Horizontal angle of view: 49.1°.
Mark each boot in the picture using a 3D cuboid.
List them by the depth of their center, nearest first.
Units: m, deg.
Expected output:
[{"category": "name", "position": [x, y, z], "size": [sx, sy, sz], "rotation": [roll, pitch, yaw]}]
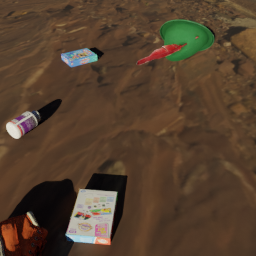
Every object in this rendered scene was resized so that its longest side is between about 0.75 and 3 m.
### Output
[{"category": "boot", "position": [-1.587, 1.959, 4.387], "size": [0.856, 0.599, 1.597], "rotation": [-19, 40, -31]}]

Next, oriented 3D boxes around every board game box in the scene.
[{"category": "board game box", "position": [-0.627, 1.594, 5.139], "size": [0.772, 0.203, 1.008], "rotation": [4, 38, 5]}, {"category": "board game box", "position": [-1.864, -2.710, 10.732], "size": [1.117, 0.251, 0.849], "rotation": [-22, 43, -26]}]

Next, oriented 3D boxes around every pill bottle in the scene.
[{"category": "pill bottle", "position": [-2.645, -0.117, 7.168], "size": [0.460, 0.460, 0.818], "rotation": [21, 42, 25]}]

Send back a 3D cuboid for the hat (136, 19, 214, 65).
[{"category": "hat", "position": [1.792, -2.591, 10.389], "size": [2.355, 1.950, 2.073], "rotation": [14, 77, 11]}]
